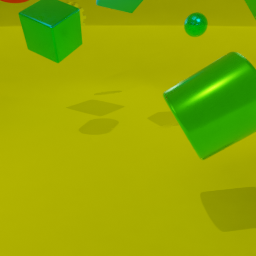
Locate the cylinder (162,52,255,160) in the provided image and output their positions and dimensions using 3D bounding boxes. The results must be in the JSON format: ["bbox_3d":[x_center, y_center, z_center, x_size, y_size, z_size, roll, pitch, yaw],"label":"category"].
[{"bbox_3d":[1.181,-0.280,3.753,1.073,1.073,1.073,-31,20,10],"label":"cylinder"}]

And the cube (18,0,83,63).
[{"bbox_3d":[-2.346,-3.065,8.729,1.294,1.294,1.294,27,55,16],"label":"cube"}]

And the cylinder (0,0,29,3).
[{"bbox_3d":[-2.581,-3.428,6.117,0.970,0.970,0.970,-7,-5,-1],"label":"cylinder"}]

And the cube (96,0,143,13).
[{"bbox_3d":[-0.155,-3.580,6.869,1.002,1.002,1.002,6,-1,-18],"label":"cube"}]

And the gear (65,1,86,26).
[{"bbox_3d":[-2.156,-4.077,10.451,1.176,1.176,0.217,-13,40,-28],"label":"gear"}]

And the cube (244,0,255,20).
[{"bbox_3d":[3.264,-2.729,5.783,1.039,1.039,1.039,-43,25,5],"label":"cube"}]

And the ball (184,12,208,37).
[{"bbox_3d":[2.442,-3.713,10.089,0.845,0.845,0.845,0,22,0],"label":"ball"}]
